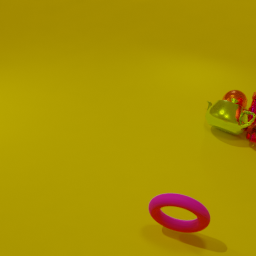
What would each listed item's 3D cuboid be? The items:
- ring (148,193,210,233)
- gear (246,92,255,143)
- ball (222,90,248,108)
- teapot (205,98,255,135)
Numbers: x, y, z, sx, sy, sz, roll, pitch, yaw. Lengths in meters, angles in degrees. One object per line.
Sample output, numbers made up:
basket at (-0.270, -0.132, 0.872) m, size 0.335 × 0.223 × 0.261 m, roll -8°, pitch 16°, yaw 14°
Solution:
ring at (0.967, 1.642, 5.362) m, size 1.180 × 1.180 × 0.236 m, roll 10°, pitch 47°, yaw 14°
gear at (3.831, -0.572, 7.847) m, size 0.373 × 2.016 × 2.016 m, roll 14°, pitch 38°, yaw 9°
ball at (3.558, -0.873, 9.358) m, size 0.806 × 0.806 × 0.806 m, roll 0°, pitch 36°, yaw 0°
teapot at (2.942, -0.409, 8.330) m, size 1.250 × 0.984 × 2.010 m, roll 22°, pitch 1°, yaw -31°
